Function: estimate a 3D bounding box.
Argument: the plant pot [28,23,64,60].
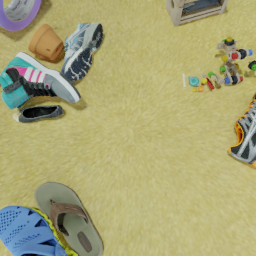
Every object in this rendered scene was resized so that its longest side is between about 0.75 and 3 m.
[{"bbox_3d":[-2.590,-2.701,9.039,0.733,1.047,1.047,36,73,-6],"label":"plant pot"}]

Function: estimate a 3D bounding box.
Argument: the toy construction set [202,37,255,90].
[{"bbox_3d":[3.061,-2.083,8.859,1.599,1.334,1.229,-31,52,12],"label":"toy construction set"}]

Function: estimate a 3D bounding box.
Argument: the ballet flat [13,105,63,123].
[{"bbox_3d":[-2.733,-0.498,8.455,1.555,0.442,0.517,-9,67,3],"label":"ballet flat"}]

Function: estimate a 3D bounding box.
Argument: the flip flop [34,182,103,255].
[{"bbox_3d":[-1.550,2.412,7.288,0.996,0.707,2.457,-35,74,-11],"label":"flip flop"}]

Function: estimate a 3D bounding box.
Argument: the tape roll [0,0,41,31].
[{"bbox_3d":[-3.784,-4.268,8.969,0.878,2.067,2.067,31,73,11],"label":"tape roll"}]

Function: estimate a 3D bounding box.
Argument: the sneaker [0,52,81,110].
[{"bbox_3d":[-2.830,-1.112,8.271,2.684,1.122,1.620,31,69,22],"label":"sneaker"}]

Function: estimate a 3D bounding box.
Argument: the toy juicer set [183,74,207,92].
[{"bbox_3d":[2.084,-1.404,8.962,0.807,0.220,0.513,16,91,17],"label":"toy juicer set"}]

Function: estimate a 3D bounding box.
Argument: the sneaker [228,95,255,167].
[{"bbox_3d":[3.652,-0.198,8.112,0.998,1.011,2.583,15,71,13],"label":"sneaker"}]

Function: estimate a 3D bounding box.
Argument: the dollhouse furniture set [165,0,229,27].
[{"bbox_3d":[2.069,-5.315,9.443,1.896,1.885,2.690,-18,71,-6],"label":"dollhouse furniture set"}]

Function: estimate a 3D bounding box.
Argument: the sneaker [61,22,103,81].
[{"bbox_3d":[-1.651,-2.486,9.098,0.995,0.895,2.306,16,64,18],"label":"sneaker"}]

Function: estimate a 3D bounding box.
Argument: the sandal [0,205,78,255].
[{"bbox_3d":[-2.230,2.895,6.717,2.895,1.260,1.150,32,87,19],"label":"sandal"}]
